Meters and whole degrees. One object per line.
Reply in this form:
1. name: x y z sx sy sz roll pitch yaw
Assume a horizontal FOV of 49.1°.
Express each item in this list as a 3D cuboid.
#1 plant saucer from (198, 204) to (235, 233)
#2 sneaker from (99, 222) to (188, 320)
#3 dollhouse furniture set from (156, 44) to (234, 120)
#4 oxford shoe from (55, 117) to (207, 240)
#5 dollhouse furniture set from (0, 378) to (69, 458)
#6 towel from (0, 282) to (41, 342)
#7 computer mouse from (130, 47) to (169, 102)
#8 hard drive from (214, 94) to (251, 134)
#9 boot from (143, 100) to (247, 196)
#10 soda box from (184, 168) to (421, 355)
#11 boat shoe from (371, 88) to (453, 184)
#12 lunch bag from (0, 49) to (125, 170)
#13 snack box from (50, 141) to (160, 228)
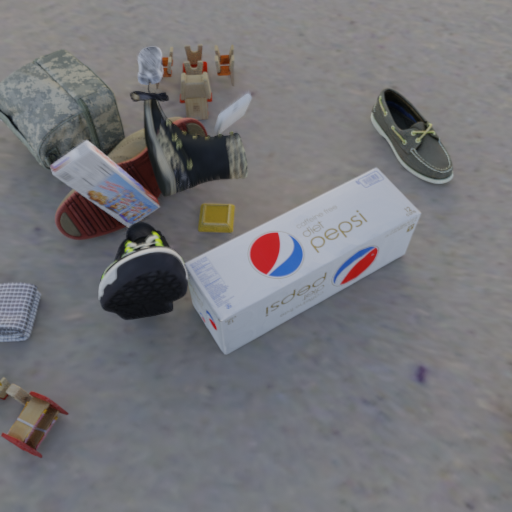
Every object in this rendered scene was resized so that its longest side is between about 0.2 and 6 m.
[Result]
1. plant saucer: -0.845 -0.844 11.881 0.745 0.180 0.745 1 56 2
2. sneaker: -1.980 0.131 9.196 1.307 3.644 1.509 -8 79 -16
3. dollhouse furniture set: -1.518 -4.357 13.913 2.007 1.034 1.985 -3 45 -2
4. oxford shoe: -2.768 -1.710 12.040 3.750 1.321 1.403 -39 40 -22
5. dollhouse furniture set: -4.062 2.656 9.409 1.552 0.631 0.835 11 56 28
6. towel: -4.781 1.027 10.419 1.275 0.546 1.056 -1 56 0
7. computer mouse: -2.080 -3.579 11.131 0.750 0.300 1.368 -4 64 7
8. hard drive: -0.483 -2.845 11.287 0.747 1.132 0.151 -39 95 -7
9. boot: -1.261 -2.254 11.086 1.746 0.834 2.312 -11 60 -14
10. soda box: 0.893 0.045 10.514 4.295 1.463 1.367 -27 60 -16
11. boat shoe: 3.560 -2.760 12.766 0.963 0.806 2.695 -23 59 -15
12. lunch bag: -4.459 -3.177 12.477 2.077 1.725 2.476 -33 63 -24
13. snack box: -2.712 -1.254 10.379 0.808 2.248 0.273 -33 60 8
